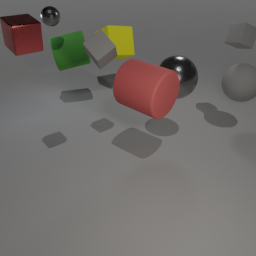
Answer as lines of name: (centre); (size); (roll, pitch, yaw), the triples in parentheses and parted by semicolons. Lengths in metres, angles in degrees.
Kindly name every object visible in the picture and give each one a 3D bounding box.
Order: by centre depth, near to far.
cube: (-2.502, -2.216, 6.629); (0.700, 0.700, 0.700); (-23, 47, -33)
cylinder: (0.528, -1.134, 8.025); (1.400, 1.400, 1.400); (26, 39, 31)
cube: (-0.811, -2.318, 8.315); (0.700, 0.700, 0.700); (-39, 82, -4)
ball: (1.576, -1.647, 9.148); (1.400, 1.400, 1.400); (0, 30, 0)
cube: (3.919, -3.185, 9.692); (0.700, 0.700, 0.700); (10, 10, -29)
ball: (4.154, -1.656, 10.246); (1.400, 1.400, 1.400); (0, 30, 0)
ball: (-2.846, -4.098, 10.284); (0.700, 0.700, 0.700); (0, 30, 0)
cylinder: (-2.440, -3.283, 11.914); (1.400, 1.400, 1.400); (-16, 32, -5)
cube: (-0.669, -4.200, 13.956); (1.400, 1.400, 1.400); (-10, 8, -31)
